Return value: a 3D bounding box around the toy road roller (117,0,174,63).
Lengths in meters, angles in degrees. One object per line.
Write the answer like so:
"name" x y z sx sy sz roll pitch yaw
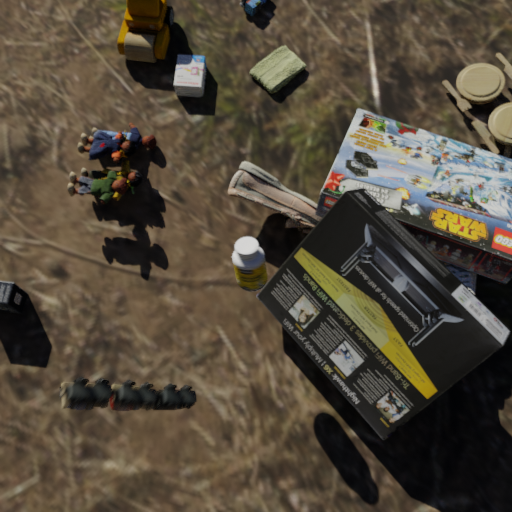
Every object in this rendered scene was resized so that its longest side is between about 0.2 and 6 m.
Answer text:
"toy road roller" -2.603 -5.504 12.988 1.058 1.256 1.721 7 69 3

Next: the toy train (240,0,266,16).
"toy train" -0.011 -6.348 13.803 0.498 0.378 0.872 39 72 4

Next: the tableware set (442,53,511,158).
"tableware set" 5.416 -3.366 12.630 1.548 0.469 2.341 -26 65 3

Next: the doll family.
"doll family" -2.962 -2.010 11.865 1.415 0.961 2.449 1 66 6

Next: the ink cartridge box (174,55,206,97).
"ink cartridge box" -1.522 -4.163 12.953 0.647 0.379 0.895 3 70 1

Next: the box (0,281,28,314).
"box" -4.976 0.790 10.884 0.731 0.743 0.461 8 69 3

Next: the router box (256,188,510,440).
"router box" 2.072 0.990 9.867 3.506 0.916 2.756 48 120 15

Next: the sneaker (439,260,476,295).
"sneaker" 3.811 0.629 10.752 1.077 1.135 2.819 9 68 5

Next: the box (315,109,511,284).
"box" 3.378 -1.279 11.059 3.825 0.763 2.619 21 56 8

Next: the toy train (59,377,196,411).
"toy train" -1.595 1.769 7.037 0.445 1.945 0.332 -31 57 35

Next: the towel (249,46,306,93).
"towel" 0.503 -4.386 13.127 1.178 0.215 0.874 -41 74 -14

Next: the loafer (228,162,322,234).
"loafer" 0.592 -0.957 11.453 2.499 0.899 0.786 33 87 -1

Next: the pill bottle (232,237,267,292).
"pill bottle" -0.110 0.135 9.337 0.529 0.944 0.529 -4 50 5
